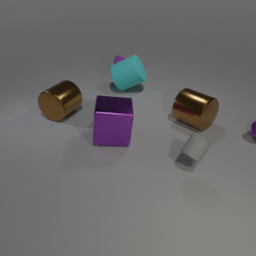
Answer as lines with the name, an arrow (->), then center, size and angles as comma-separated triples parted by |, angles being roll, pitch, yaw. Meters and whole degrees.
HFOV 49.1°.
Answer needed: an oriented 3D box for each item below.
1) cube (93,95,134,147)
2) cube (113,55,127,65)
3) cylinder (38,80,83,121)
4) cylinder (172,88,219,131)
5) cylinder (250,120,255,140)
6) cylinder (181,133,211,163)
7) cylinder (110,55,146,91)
cube -> -0.574, -0.284, 10.682 | 1.400, 1.400, 1.400 | 4, 32, -4
cube -> -0.442, -3.900, 16.762 | 0.700, 0.700, 0.700 | 15, 11, -17
cylinder -> -2.952, -1.212, 12.291 | 1.400, 1.400, 1.400 | 15, 35, 22
cylinder -> 2.784, -0.790, 11.598 | 1.400, 1.400, 1.400 | -27, 42, -36
cylinder -> 5.033, 0.082, 10.632 | 0.700, 0.700, 0.700 | -6, 73, 19
cylinder -> 2.149, 0.634, 8.870 | 0.700, 0.700, 0.700 | 33, 0, 0
cylinder -> 0.031, -2.808, 14.347 | 1.400, 1.400, 1.400 | -20, 26, 21
